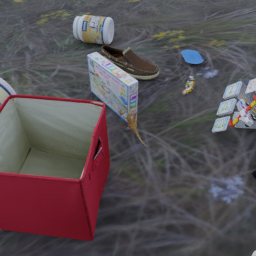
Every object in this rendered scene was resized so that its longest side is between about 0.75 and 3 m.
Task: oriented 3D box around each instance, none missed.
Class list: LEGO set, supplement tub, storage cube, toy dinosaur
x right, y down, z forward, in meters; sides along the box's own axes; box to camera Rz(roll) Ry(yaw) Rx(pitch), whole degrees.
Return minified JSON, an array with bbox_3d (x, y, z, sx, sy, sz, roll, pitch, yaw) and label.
[{"bbox_3d":[3.435,-0.838,8.685,0.597,2.431,1.816,26,78,-13],"label":"LEGO set"},{"bbox_3d":[2.421,-1.691,11.482,0.327,0.404,0.878,20,74,41],"label":"LEGO set"},{"bbox_3d":[-1.728,-4.992,14.217,1.819,1.315,1.315,9,44,10],"label":"supplement tub"},{"bbox_3d":[-1.943,0.968,7.018,2.879,2.588,2.461,4,44,6],"label":"storage cube"},{"bbox_3d":[-4.921,-0.390,8.999,1.812,1.812,2.500,11,45,11],"label":"supplement tub"},{"bbox_3d":[0.126,-0.045,7.076,0.342,1.133,0.602,-16,48,15],"label":"toy dinosaur"}]

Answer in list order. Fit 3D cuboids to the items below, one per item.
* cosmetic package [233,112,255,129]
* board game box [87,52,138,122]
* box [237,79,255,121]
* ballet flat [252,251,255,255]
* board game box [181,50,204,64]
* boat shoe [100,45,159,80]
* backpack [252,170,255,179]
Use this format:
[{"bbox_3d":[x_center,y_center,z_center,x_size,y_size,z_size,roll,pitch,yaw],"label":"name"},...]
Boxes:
[{"bbox_3d":[4.242,-0.273,9.936,0.908,0.368,0.512,4,42,6],"label":"cosmetic package"},{"bbox_3d":[-0.587,-1.503,10.280,0.427,1.676,2.494,-28,51,-26],"label":"board game box"},{"bbox_3d":[5.439,-0.919,10.120,2.577,0.623,2.041,0,42,-16],"label":"box"},{"bbox_3d":[3.299,3.074,6.277,2.014,0.683,0.728,-1,23,-1],"label":"ballet flat"},{"bbox_3d":[3.010,-3.288,13.240,0.914,0.225,1.157,-5,49,-12],"label":"board game box"},{"bbox_3d":[-0.012,-2.929,12.221,2.883,1.067,1.065,18,46,18],"label":"boat shoe"},{"bbox_3d":[4.646,1.383,7.523,1.613,1.295,1.763,-17,50,-13],"label":"backpack"}]
